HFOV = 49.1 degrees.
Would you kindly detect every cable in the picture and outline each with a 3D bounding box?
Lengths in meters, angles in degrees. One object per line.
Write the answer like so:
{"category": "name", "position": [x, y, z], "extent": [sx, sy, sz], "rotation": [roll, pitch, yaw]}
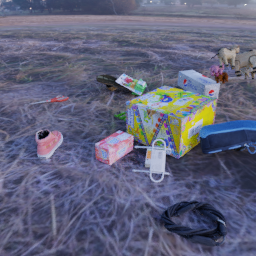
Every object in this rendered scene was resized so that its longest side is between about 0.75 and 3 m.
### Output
{"category": "cable", "position": [1.609, 2.240, 6.957], "extent": [1.644, 0.418, 1.341], "rotation": [7, 28, 16]}

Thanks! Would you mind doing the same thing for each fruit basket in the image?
{"category": "fruit basket", "position": [0.227, -2.495, 15.552], "extent": [1.543, 0.723, 1.429], "rotation": [33, 33, 0]}

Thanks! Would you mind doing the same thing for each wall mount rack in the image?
{"category": "wall mount rack", "position": [0.744, 1.017, 8.854], "extent": [1.163, 1.338, 0.499], "rotation": [5, -9, 4]}

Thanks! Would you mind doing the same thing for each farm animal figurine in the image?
{"category": "farm animal figurine", "position": [4.018, -2.534, 10.530], "extent": [2.047, 1.079, 2.070], "rotation": [-6, -10, 9]}

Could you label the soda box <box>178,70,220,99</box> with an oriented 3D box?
{"category": "soda box", "position": [3.883, -2.442, 15.684], "extent": [0.973, 0.904, 2.850], "rotation": [-8, 28, -16]}

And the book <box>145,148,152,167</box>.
{"category": "book", "position": [0.914, 1.041, 9.583], "extent": [0.598, 0.215, 0.895], "rotation": [6, 28, 6]}

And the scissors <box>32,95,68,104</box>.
{"category": "scissors", "position": [-4.035, -1.392, 14.461], "extent": [1.948, 0.136, 0.712], "rotation": [-21, 35, -38]}

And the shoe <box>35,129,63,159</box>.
{"category": "shoe", "position": [-2.867, 0.349, 10.271], "extent": [0.627, 0.798, 1.754], "rotation": [3, 27, 5]}

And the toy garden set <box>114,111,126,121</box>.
{"category": "toy garden set", "position": [0.129, -0.619, 12.818], "extent": [0.993, 0.238, 1.192], "rotation": [-24, 35, -39]}

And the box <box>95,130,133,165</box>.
{"category": "box", "position": [-0.459, 0.670, 9.826], "extent": [0.677, 0.624, 1.319], "rotation": [19, 32, 33]}

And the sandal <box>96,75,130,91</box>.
{"category": "sandal", "position": [-0.740, -2.477, 16.190], "extent": [2.347, 0.641, 0.959], "rotation": [16, 34, 0]}

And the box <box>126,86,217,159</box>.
{"category": "box", "position": [1.672, -0.400, 10.891], "extent": [2.477, 1.569, 2.572], "rotation": [22, 35, 37]}

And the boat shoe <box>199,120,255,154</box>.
{"category": "boat shoe", "position": [3.901, 0.336, 10.149], "extent": [2.992, 1.027, 1.259], "rotation": [-3, 19, -9]}
